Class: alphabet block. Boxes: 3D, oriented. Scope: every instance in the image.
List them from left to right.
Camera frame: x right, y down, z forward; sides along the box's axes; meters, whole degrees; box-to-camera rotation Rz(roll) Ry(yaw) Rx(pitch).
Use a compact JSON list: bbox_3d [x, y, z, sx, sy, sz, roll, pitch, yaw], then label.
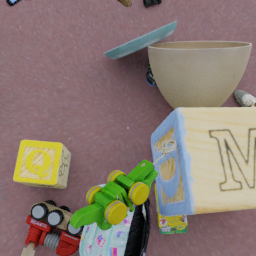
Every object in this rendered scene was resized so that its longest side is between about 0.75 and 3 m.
[{"bbox_3d":[-2.348,1.057,7.889,1.177,1.199,1.171,3,72,1],"label":"alphabet block"},{"bbox_3d":[2.124,0.924,7.144,2.419,2.363,2.376,-2,73,-11],"label":"alphabet block"}]

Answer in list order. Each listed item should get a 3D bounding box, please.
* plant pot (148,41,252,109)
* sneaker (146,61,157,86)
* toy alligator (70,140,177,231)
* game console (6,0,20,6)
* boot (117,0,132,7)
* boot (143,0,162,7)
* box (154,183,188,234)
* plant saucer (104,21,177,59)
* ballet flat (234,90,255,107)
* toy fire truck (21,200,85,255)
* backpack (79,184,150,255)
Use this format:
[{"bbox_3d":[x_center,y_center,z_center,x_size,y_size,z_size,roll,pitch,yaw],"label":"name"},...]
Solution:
[{"bbox_3d":[1.997,-1.483,8.183,2.804,2.804,1.882,-3,111,-1],"label":"plant pot"},{"bbox_3d":[0.871,-2.021,9.189,0.496,0.580,1.400,7,72,4],"label":"sneaker"},{"bbox_3d":[0.101,1.220,5.543,2.718,0.737,0.806,-34,35,-29],"label":"toy alligator"},{"bbox_3d":[-3.965,-4.863,10.326,1.076,0.130,0.634,-43,77,-12],"label":"game console"},{"bbox_3d":[-0.560,-4.067,8.367,1.509,0.555,0.569,40,77,-4],"label":"boot"},{"bbox_3d":[0.811,-4.864,10.220,0.648,0.326,0.867,-15,73,-4],"label":"boot"},{"bbox_3d":[1.222,2.262,7.974,0.820,0.338,1.397,-2,70,-1],"label":"box"},{"bbox_3d":[0.411,-2.667,8.673,2.424,2.424,0.332,-27,106,-8],"label":"plant saucer"},{"bbox_3d":[3.993,-0.668,8.807,0.526,0.497,1.561,-32,75,-9],"label":"ballet flat"},{"bbox_3d":[-2.084,3.040,7.402,1.600,1.170,1.818,21,85,6],"label":"toy fire truck"},{"bbox_3d":[-0.275,2.651,7.041,1.597,2.105,2.523,9,67,7],"label":"backpack"}]
